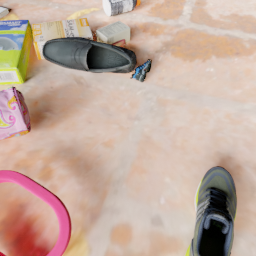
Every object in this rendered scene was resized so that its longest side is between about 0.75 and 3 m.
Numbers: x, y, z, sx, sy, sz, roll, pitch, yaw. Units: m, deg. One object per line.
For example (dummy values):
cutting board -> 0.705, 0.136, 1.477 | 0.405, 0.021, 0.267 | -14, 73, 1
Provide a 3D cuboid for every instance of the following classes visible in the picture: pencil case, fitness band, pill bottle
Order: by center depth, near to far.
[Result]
fitness band -> -2.077, 1.714, 5.177 | 2.148, 0.402, 1.543 | 30, 70, 8
pencil case -> -3.788, -0.037, 6.425 | 2.939, 1.285, 1.285 | -18, 52, -11
pill bottle -> -0.215, -4.850, 10.852 | 1.395, 0.741, 0.741 | -22, 53, -18

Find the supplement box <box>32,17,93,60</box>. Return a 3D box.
supplement box -> -2.154, -2.999, 9.315 | 1.852, 0.681, 1.167 | -11, 52, -10

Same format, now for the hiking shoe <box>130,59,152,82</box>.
hiking shoe -> 0.430, -1.809, 8.532 | 0.417, 0.358, 0.962 | 19, 52, 14

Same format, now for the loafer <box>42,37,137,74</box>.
loafer -> -1.189, -2.165, 8.282 | 2.917, 0.990, 1.024 | 9, 13, 5

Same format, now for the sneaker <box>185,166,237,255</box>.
sneaker -> 1.658, 1.671, 5.193 | 0.883, 0.967, 2.390 | 12, 51, 10

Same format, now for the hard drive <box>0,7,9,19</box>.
hard drive -> -5.691, -4.507, 10.901 | 1.684, 0.221, 1.110 | 20, 53, 16

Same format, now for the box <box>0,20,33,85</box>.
box -> -4.107, -2.553, 8.949 | 1.803, 0.705, 2.957 | -4, 51, -4

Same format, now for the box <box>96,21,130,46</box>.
box -> -0.492, -3.135, 9.528 | 0.995, 0.542, 0.636 | -31, 57, -24
